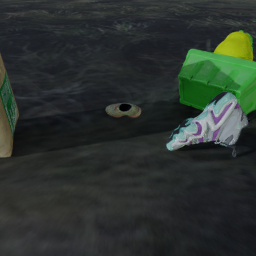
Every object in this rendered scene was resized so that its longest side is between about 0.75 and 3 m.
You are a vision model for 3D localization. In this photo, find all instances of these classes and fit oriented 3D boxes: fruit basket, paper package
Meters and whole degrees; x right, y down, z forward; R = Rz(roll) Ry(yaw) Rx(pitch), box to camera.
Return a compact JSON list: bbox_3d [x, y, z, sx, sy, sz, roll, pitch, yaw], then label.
[{"bbox_3d":[2.802,-1.586,8.048,2.435,1.756,2.435,-7,44,7],"label":"fruit basket"},{"bbox_3d":[-3.860,-0.793,5.472,2.791,2.929,1.515,-4,41,-7],"label":"paper package"}]

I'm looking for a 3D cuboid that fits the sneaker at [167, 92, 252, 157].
[{"bbox_3d":[1.833,0.218,6.072,1.792,1.254,0.697,-40,7,19],"label":"sneaker"}]

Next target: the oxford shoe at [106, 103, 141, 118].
[{"bbox_3d":[-0.196,-0.520,7.251,1.095,0.404,0.388,2,70,37],"label":"oxford shoe"}]
